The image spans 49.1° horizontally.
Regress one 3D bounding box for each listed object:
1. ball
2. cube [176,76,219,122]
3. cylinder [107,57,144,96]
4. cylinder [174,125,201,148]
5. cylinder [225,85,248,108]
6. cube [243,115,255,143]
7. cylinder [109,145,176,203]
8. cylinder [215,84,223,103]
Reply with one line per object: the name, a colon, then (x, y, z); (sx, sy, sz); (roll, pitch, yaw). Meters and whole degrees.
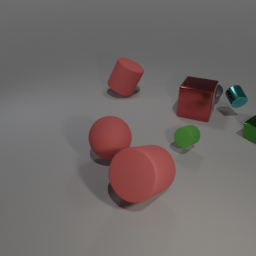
ball: (-0.576, 0.306, 9.083); (1.400, 1.400, 1.400); (0, 31, 0)
cube: (3.023, -1.285, 12.186); (1.400, 1.400, 1.400); (13, 34, 21)
cylinder: (-0.121, -2.528, 13.802); (1.400, 1.400, 1.400); (22, 30, -13)
cylinder: (2.062, 0.277, 9.733); (0.700, 0.700, 0.700); (22, 21, 32)
cylinder: (4.557, -1.321, 11.768); (0.700, 0.700, 0.700); (-6, 55, -10)
cube: (4.840, 0.054, 10.504); (0.700, 0.700, 0.700); (-28, 35, -23)
cylinder: (0.415, 1.183, 7.595); (1.400, 1.400, 1.400); (18, 8, 27)
cylinder: (4.046, -1.619, 13.183); (0.700, 0.700, 0.700); (-2, 67, 4)
